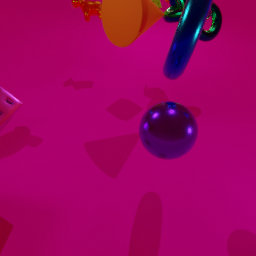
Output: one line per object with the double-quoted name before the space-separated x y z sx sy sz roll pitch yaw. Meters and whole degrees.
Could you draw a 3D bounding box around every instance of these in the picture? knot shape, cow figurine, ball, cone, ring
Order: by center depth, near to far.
"ball" 0.642 0.038 4.495 0.940 0.940 0.940 0 41 0
"ring" 1.054 -1.761 4.923 0.379 1.893 1.893 20 43 3
"cone" 0.395 -2.882 7.080 1.544 1.539 1.539 -17 42 -37
"knot shape" 1.754 -3.478 8.211 2.026 0.936 1.896 -4 50 -41
"cow figurine" -1.397 -4.270 9.714 1.075 0.590 1.058 -11 84 -5

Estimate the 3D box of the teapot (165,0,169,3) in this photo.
"teapot" 1.470 -4.429 9.158 0.785 0.618 1.263 -45 66 5

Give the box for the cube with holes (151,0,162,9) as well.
"cube with holes" 0.416 -3.845 8.392 0.751 0.751 0.751 -10 9 42

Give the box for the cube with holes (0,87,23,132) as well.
"cube with holes" -2.926 -0.179 4.998 1.193 1.193 1.193 40 28 -16
